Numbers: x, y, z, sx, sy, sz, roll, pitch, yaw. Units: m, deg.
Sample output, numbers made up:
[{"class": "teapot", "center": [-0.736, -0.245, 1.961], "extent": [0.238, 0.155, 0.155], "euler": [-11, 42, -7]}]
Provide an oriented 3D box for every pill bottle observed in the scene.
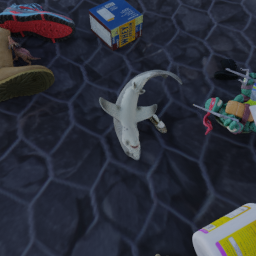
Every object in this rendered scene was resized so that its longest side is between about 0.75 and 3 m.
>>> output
[{"class": "pill bottle", "center": [2.607, 2.424, 6.308], "extent": [2.107, 1.099, 1.099], "euler": [-23, 61, -13]}]

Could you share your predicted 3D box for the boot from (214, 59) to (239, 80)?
[{"class": "boot", "center": [3.278, -2.000, 9.468], "extent": [0.912, 0.338, 0.748], "euler": [1, 60, -8]}]

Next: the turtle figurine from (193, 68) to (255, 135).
[{"class": "turtle figurine", "center": [3.308, -0.493, 7.872], "extent": [2.937, 1.479, 2.199], "euler": [19, 63, 7]}]

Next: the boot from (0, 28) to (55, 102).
[{"class": "boot", "center": [-3.967, -2.354, 9.338], "extent": [2.548, 0.962, 2.909], "euler": [-16, 59, -9]}]

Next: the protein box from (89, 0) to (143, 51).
[{"class": "protein box", "center": [-0.437, -3.827, 10.224], "extent": [1.386, 0.942, 1.396], "euler": [-33, 64, -18]}]

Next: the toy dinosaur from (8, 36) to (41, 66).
[{"class": "toy dinosaur", "center": [-3.602, -2.573, 9.509], "extent": [1.162, 0.788, 0.499], "euler": [21, 57, -1]}]

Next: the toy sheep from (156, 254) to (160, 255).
[{"class": "toy sheep", "center": [0.831, 3.195, 5.912], "extent": [1.497, 1.032, 1.032], "euler": [18, 60, 23]}]

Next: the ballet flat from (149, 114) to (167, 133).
[{"class": "ballet flat", "center": [0.882, -0.183, 8.376], "extent": [0.266, 0.296, 0.786], "euler": [-29, 63, -21]}]

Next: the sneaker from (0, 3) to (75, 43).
[{"class": "sneaker", "center": [-3.273, -4.101, 10.290], "extent": [2.910, 1.154, 1.390], "euler": [10, 57, 6]}]

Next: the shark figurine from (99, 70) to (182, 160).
[{"class": "shark figurine", "center": [0.128, -0.857, 8.382], "extent": [1.901, 1.327, 3.181], "euler": [36, 68, -18]}]

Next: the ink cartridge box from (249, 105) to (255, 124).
[{"class": "ink cartridge box", "center": [2.888, 0.199, 4.617], "extent": [1.325, 0.332, 1.526], "euler": [-13, 63, 9]}]

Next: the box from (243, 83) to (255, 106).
[{"class": "box", "center": [4.095, -1.051, 8.918], "extent": [0.745, 0.291, 1.223], "euler": [20, 61, 11]}]
